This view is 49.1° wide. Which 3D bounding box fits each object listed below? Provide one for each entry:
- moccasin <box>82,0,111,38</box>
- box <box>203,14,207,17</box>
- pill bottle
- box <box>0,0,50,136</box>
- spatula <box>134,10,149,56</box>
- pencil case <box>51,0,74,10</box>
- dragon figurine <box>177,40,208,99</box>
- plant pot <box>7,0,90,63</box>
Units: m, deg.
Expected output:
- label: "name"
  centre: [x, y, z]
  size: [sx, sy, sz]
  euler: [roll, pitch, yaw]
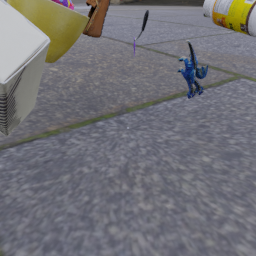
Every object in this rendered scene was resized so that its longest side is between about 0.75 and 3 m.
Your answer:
- label: "moccasin"
  centre: [-1.096, -4.138, 9.408]
  size: [0.799, 2.071, 0.757]
  euler: [8, 25, -28]
- label: "box"
  centre: [3.304, -4.105, 9.705]
  size: [1.194, 0.657, 0.207]
  euler: [19, 10, 21]
- label: "pill bottle"
  centre: [3.023, -3.253, 7.768]
  size: [1.026, 1.026, 1.878]
  euler: [-17, 39, -28]
- label: "box"
  centre: [-2.267, -0.862, 4.895]
  size: [1.197, 2.914, 0.996]
  euler: [38, 65, -7]
- label: "spatula"
  centre: [0.417, -3.348, 9.892]
  size: [0.195, 1.898, 0.537]
  euler: [8, 56, -15]
- label: "pencil case"
  centre: [-2.571, -4.455, 9.213]
  size: [0.834, 1.888, 0.834]
  euler: [-10, 64, 22]
- label: "dragon figurine"
  centre: [1.540, -1.331, 6.503]
  size: [0.457, 1.551, 0.771]
  euler: [-26, 62, -14]
- label: "plant pot"
  centre: [-2.424, -2.819, 8.013]
  size: [2.259, 1.604, 2.259]
  euler: [20, 17, -6]
